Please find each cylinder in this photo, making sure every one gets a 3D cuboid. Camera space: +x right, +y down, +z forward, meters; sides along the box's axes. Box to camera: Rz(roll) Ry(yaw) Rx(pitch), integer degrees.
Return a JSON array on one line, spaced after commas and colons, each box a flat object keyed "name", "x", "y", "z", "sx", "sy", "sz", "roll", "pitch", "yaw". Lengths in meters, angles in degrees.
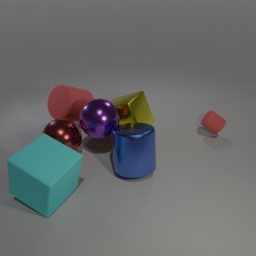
[{"name": "cylinder", "x": 3.376, "y": -0.232, "z": 11.098, "sx": 0.700, "sy": 0.700, "sz": 0.700, "roll": 35, "pitch": 32, "yaw": -5}, {"name": "cylinder", "x": 0.196, "y": 0.677, "z": 9.072, "sx": 1.400, "sy": 1.400, "sz": 1.400, "roll": -3, "pitch": 17, "yaw": 1}, {"name": "cylinder", "x": -2.316, "y": -0.981, "z": 11.514, "sx": 1.400, "sy": 1.400, "sz": 1.400, "roll": 22, "pitch": 10, "yaw": 34}]

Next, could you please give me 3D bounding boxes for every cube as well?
[{"name": "cube", "x": -2.301, "y": 1.291, "z": 7.821, "sx": 1.400, "sy": 1.400, "sz": 1.400, "roll": 27, "pitch": 39, "yaw": 14}, {"name": "cube", "x": -0.016, "y": -0.448, "z": 10.926, "sx": 1.400, "sy": 1.400, "sz": 1.400, "roll": -10, "pitch": 21, "yaw": 32}]

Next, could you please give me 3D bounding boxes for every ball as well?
[{"name": "ball", "x": -2.333, "y": 0.351, "z": 9.888, "sx": 1.400, "sy": 1.400, "sz": 1.400, "roll": 0, "pitch": 29, "yaw": 0}, {"name": "ball", "x": -0.979, "y": -0.314, "z": 9.677, "sx": 1.400, "sy": 1.400, "sz": 1.400, "roll": 0, "pitch": 29, "yaw": 0}]
